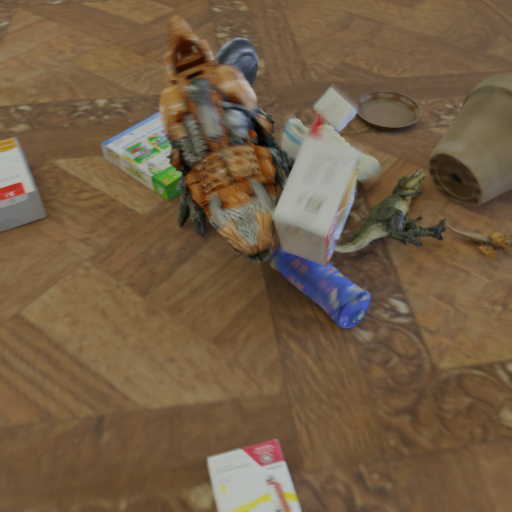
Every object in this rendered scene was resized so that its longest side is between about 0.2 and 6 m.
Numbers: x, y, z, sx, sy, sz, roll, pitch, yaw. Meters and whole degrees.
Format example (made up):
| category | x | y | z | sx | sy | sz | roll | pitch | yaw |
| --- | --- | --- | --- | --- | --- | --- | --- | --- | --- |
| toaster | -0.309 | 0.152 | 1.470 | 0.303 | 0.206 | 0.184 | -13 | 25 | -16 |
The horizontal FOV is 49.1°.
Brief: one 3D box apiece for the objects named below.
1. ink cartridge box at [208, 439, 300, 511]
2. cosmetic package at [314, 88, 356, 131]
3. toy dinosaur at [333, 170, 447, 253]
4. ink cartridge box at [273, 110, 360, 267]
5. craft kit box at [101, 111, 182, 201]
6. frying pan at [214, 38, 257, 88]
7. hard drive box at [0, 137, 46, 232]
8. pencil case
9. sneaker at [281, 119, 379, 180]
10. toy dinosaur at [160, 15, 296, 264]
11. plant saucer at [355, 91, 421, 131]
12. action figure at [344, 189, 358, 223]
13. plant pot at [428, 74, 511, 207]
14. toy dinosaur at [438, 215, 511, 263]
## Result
| category | x | y | z | sx | sy | sz | roll | pitch | yaw |
| --- | --- | --- | --- | --- | --- | --- | --- | --- | --- |
| ink cartridge box | 0.011 | 3.235 | 7.248 | 0.999 | 0.574 | 1.376 | -12 | 48 | -11 |
| cosmetic package | 1.380 | -2.552 | 9.783 | 0.545 | 0.450 | 0.449 | 46 | 15 | 10 |
| toy dinosaur | 2.631 | -0.618 | 10.568 | 1.488 | 0.801 | 3.377 | 22 | 41 | 35 |
| ink cartridge box | 1.025 | -0.955 | 8.618 | 0.838 | 1.999 | 1.755 | 21 | 81 | 11 |
| craft kit box | -1.896 | -2.394 | 12.527 | 2.158 | 0.530 | 2.185 | 32 | 55 | 29 |
| frying pan | -0.736 | -3.353 | 11.401 | 0.396 | 1.471 | 2.431 | 33 | 74 | 23 |
| hard drive box | -5.348 | -1.391 | 11.392 | 1.558 | 0.768 | 1.999 | -22 | 51 | -18 |
| pencil case | 1.082 | 0.423 | 9.679 | 1.963 | 0.766 | 0.852 | 42 | 19 | 33 |
| sneaker | 1.531 | -2.203 | 11.710 | 2.175 | 0.878 | 0.832 | 20 | 33 | 18 |
| toy dinosaur | -0.541 | -2.173 | 9.660 | 2.591 | 3.442 | 5.072 | -1 | 69 | 11 |
| plant saucer | 3.204 | -3.518 | 13.711 | 1.586 | 0.254 | 1.586 | -1 | 47 | 1 |
| action figure | 1.656 | -0.981 | 11.211 | 0.565 | 0.485 | 0.951 | 30 | 82 | 10 |
| plant pot | 4.690 | -2.106 | 11.317 | 2.013 | 2.319 | 2.319 | -41 | 58 | -12 |
| toy dinosaur | 4.382 | -0.298 | 10.687 | 1.759 | 0.531 | 0.934 | 9 | 22 | 4 |
